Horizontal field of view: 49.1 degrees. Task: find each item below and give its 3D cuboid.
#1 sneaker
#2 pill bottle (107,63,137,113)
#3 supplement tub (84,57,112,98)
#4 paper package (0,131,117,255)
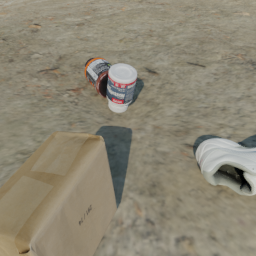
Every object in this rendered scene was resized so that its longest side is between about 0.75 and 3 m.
[{"bbox_3d":[3.050,1.035,6.401,2.900,1.130,1.441,-1,29,13],"label":"sneaker"},{"bbox_3d":[-0.239,-1.241,9.115,0.894,1.496,0.894,5,49,-5],"label":"pill bottle"},{"bbox_3d":[-0.987,-1.989,10.590,1.087,1.087,2.033,-15,37,-19],"label":"supplement tub"},{"bbox_3d":[-1.179,1.503,4.886,1.127,2.076,2.178,9,40,21],"label":"paper package"}]
